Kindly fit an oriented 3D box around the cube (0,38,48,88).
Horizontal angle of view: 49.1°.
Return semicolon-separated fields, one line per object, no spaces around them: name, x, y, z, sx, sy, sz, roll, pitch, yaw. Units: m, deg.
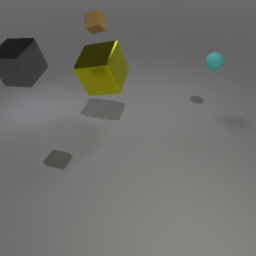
cube;-2.167;-1.304;5.587;0.700;0.700;0.700;6;49;21

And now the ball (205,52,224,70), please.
ball;3.475;-2.674;11.255;0.700;0.700;0.700;0;33;0

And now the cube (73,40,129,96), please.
cube;-0.957;-2.205;10.472;1.400;1.400;1.400;-1;51;23

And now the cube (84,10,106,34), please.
cube;-1.493;-4.778;12.677;0.700;0.700;0.700;-8;-7;19
